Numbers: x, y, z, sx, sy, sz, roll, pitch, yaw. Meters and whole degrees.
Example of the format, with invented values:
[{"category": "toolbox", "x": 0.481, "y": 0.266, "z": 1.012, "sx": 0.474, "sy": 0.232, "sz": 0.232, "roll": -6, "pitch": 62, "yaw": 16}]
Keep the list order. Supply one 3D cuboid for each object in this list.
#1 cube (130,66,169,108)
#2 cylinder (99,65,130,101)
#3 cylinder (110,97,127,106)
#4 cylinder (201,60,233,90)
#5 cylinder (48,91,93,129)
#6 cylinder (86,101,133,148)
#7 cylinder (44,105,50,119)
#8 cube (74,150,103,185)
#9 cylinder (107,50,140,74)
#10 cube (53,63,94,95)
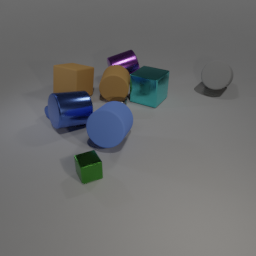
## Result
[{"category": "cube", "x": 1.019, "y": -1.992, "z": 13.326, "sx": 1.400, "sy": 1.400, "sz": 1.400, "roll": 17, "pitch": 36, "yaw": 25}, {"category": "cylinder", "x": -0.620, "y": -2.172, "z": 13.575, "sx": 1.400, "sy": 1.400, "sz": 1.400, "roll": 2, "pitch": 32, "yaw": 3}, {"category": "cylinder", "x": -0.409, "y": -0.919, "z": 12.218, "sx": 0.700, "sy": 0.700, "sz": 0.700, "roll": -1, "pitch": 30, "yaw": 0}, {"category": "cylinder", "x": 4.464, "y": -2.619, "z": 13.945, "sx": 1.400, "sy": 1.400, "sz": 1.400, "roll": 15, "pitch": 14, "yaw": 22}, {"category": "cylinder", "x": -2.315, "y": -0.751, "z": 11.213, "sx": 1.400, "sy": 1.400, "sz": 1.400, "roll": -10, "pitch": 33, "yaw": -32}, {"category": "cylinder", "x": -0.627, "y": -0.159, "z": 10.203, "sx": 1.400, "sy": 1.400, "sz": 1.400, "roll": 8, "pitch": 19, "yaw": 12}, {"category": "cylinder", "x": -3.107, "y": -0.771, "z": 12.078, "sx": 0.700, "sy": 0.700, "sz": 0.700, "roll": 19, "pitch": 38, "yaw": 27}, {"category": "cube", "x": -1.257, "y": 1.241, "z": 8.932, "sx": 0.700, "sy": 0.700, "sz": 0.700, "roll": -15, "pitch": 36, "yaw": -22}, {"category": "cylinder", "x": -0.247, "y": -3.299, "z": 14.978, "sx": 1.400, "sy": 1.400, "sz": 1.400, "roll": -21, "pitch": 36, "yaw": -6}, {"category": "cube", "x": -2.625, "y": -2.300, "z": 13.567, "sx": 1.400, "sy": 1.400, "sz": 1.400, "roll": 16, "pitch": 23, "yaw": 24}]
